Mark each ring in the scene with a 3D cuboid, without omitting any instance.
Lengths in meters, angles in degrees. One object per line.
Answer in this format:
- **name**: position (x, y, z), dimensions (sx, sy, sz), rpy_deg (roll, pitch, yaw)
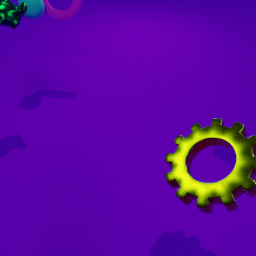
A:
- **ring**: position (-2.057, -4.009, 8.450), dimensions (1.446, 1.446, 0.289), rpy_deg (5, 21, 5)

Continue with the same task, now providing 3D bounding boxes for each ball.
- **ball**: position (-2.826, -3.575, 8.193), dimensions (0.724, 0.724, 0.724), rpy_deg (0, 44, 0)

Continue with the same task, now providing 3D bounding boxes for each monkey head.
- **monkey head**: position (-2.816, -2.792, 6.642), dimensions (0.658, 0.786, 1.092), rpy_deg (17, 64, -43)

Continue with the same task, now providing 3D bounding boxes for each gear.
- **gear**: position (1.393, 0.583, 4.633), dimensions (1.578, 0.292, 1.578), rpy_deg (-19, 49, 22)
